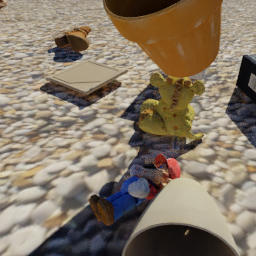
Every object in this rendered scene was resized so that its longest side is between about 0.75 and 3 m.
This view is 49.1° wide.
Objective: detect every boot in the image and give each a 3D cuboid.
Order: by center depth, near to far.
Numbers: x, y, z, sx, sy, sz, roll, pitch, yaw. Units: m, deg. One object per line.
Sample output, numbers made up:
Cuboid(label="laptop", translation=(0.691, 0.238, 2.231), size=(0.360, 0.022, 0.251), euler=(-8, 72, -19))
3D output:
Cuboid(label="boot", translation=(-2.402, -4.611, 14.279), size=(2.292, 0.879, 1.779), euler=(11, 41, 38))

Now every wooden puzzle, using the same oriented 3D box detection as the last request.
Cuboid(label="wooden puzzle", translation=(-1.578, -1.982, 10.922), size=(2.471, 0.460, 2.286), euler=(19, 39, 33))

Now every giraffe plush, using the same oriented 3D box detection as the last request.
Cuboid(label="giraffe plush", translation=(1.257, -0.745, 7.874), size=(1.909, 1.794, 2.212), euler=(-6, 35, -8))

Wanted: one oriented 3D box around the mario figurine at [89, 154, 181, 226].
Cuboid(label="mario figurine", translation=(0.182, 1.083, 5.879), size=(2.089, 1.107, 1.290), euler=(-24, 41, -28))

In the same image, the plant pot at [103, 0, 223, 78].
Cuboid(label="plant pot", translation=(1.071, -2.464, 6.326), size=(2.506, 2.294, 2.506), euler=(-15, 54, 21))

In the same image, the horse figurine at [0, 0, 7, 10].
Cuboid(label="horse figurine", translation=(-4.319, -4.178, 9.310), size=(0.682, 0.257, 1.030), euler=(-1, 9, 0))

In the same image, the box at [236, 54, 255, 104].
Cuboid(label="box", translation=(5.324, -1.542, 9.488), size=(2.197, 1.256, 2.413), euler=(-5, 35, -7))

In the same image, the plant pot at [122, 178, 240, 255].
Cuboid(label="plant pot", translation=(0.937, 1.680, 4.739), size=(1.702, 1.702, 1.817), euler=(8, 23, 11))

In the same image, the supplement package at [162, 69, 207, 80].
Cuboid(label="supplement package", translation=(2.475, -3.420, 11.319), size=(1.699, 2.256, 1.712), euler=(14, 37, 19))
